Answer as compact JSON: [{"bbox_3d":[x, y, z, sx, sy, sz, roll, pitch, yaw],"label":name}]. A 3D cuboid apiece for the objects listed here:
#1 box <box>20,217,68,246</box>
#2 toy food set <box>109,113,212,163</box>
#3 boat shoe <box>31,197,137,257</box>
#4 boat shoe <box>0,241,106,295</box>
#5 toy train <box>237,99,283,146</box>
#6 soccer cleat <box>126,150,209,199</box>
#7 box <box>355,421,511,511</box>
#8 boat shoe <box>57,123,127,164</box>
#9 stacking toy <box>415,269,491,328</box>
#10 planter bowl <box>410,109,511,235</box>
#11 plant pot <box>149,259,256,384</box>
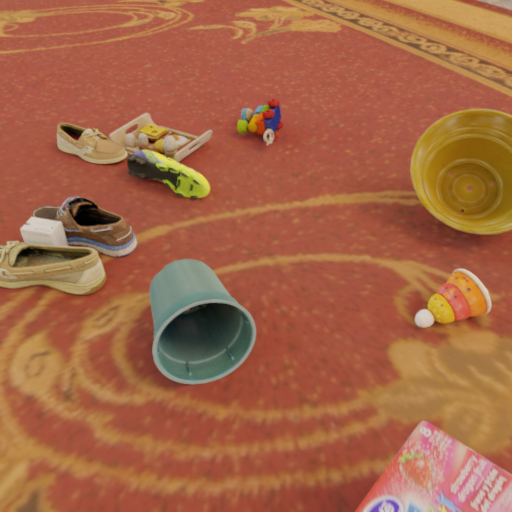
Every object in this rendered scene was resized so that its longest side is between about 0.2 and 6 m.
[{"bbox_3d":[-4.164,-0.343,11.037,0.671,0.675,0.441,10,41,10],"label":"box"},{"bbox_3d":[-2.422,-3.066,14.276,2.144,0.648,1.538,21,45,23],"label":"toy food set"},{"bbox_3d":[-3.541,-0.743,11.337,2.426,0.878,0.876,12,43,15],"label":"boat shoe"},{"bbox_3d":[-4.114,0.083,10.413,2.633,0.828,0.960,10,41,11],"label":"boat shoe"},{"bbox_3d":[-0.012,-3.367,14.616,1.087,0.795,1.878,1,39,17],"label":"toy train"},{"bbox_3d":[-1.945,-1.978,12.954,2.272,0.735,0.950,22,37,22],"label":"soccer cleat"},{"bbox_3d":[1.557,3.362,5.963,1.322,1.381,2.770,30,54,30],"label":"box"},{"bbox_3d":[-4.169,-2.833,13.977,2.046,0.679,0.757,16,43,18],"label":"boat shoe"},{"bbox_3d":[3.299,0.878,9.662,1.239,0.906,0.906,-31,47,-8],"label":"stacking toy"},{"bbox_3d":[4.599,-1.598,11.795,2.747,1.144,2.747,-2,75,8],"label":"planter bowl"},{"bbox_3d":[-0.996,0.934,8.995,1.593,1.593,1.560,-12,33,-14],"label":"plant pot"}]
